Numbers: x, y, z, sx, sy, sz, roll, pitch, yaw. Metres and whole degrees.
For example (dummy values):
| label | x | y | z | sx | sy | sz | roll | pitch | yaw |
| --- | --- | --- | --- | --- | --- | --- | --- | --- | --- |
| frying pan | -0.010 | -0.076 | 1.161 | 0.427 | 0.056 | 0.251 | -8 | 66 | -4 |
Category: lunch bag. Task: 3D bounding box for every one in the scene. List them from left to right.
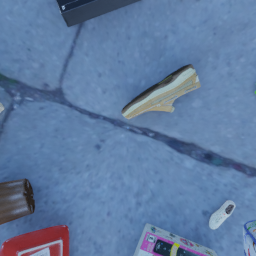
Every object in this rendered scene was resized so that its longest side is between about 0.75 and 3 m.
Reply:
| label | x | y | z | sx | sy | sz | roll | pitch | yaw |
| --- | --- | --- | --- | --- | --- | --- | --- | --- | --- |
| lunch bag | 3.061 | 2.213 | 4.779 | 2.088 | 1.673 | 0.789 | -2 | 93 | 9 |

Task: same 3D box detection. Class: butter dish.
| label | x | y | z | sx | sy | sz | roll | pitch | yaw |
| --- | --- | --- | --- | --- | --- | --- | --- | --- | --- |
| butter dish | -2.659 | 3.557 | 7.556 | 1.883 | 1.392 | 1.878 | 0 | 91 | -43 |

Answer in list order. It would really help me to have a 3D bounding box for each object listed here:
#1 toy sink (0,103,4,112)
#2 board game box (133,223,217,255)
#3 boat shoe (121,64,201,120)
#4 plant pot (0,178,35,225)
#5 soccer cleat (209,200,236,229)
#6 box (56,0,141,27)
| label | x | y | z | sx | sy | sz | roll | pitch | yaw |
| --- | --- | --- | --- | --- | --- | --- | --- | --- | --- |
| toy sink | -4.552 | -0.698 | 7.409 | 1.540 | 1.792 | 2.749 | -34 | 88 | -2 |
| board game box | 1.233 | 3.879 | 7.814 | 2.152 | 0.692 | 1.588 | 21 | 89 | 0 |
| boat shoe | 1.001 | -0.813 | 7.934 | 2.431 | 0.871 | 0.926 | -32 | 103 | 0 |
| plant pot | -3.323 | 2.011 | 7.648 | 1.303 | 1.317 | 1.317 | -13 | 88 | -9 |
| soccer cleat | 2.681 | 2.488 | 8.002 | 0.347 | 0.388 | 1.000 | 39 | 89 | 1 |
| box | -0.922 | -4.239 | 7.919 | 2.518 | 0.993 | 1.777 | -20 | 85 | -1 |
